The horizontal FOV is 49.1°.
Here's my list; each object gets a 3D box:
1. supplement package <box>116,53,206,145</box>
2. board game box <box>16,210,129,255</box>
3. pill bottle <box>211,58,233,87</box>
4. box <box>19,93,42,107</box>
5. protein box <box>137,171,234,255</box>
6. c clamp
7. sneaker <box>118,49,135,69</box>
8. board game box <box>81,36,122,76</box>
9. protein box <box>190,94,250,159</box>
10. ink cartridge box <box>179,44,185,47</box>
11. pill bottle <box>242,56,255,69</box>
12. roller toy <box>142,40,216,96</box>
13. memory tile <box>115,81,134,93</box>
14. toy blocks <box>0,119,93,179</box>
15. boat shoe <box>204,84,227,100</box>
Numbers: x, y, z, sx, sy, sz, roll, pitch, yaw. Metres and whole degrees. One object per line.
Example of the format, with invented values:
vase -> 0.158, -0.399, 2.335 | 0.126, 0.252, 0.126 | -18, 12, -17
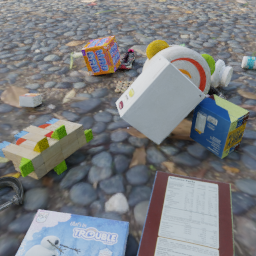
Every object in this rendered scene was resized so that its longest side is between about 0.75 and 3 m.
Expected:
supplement package -> 1.023, -0.944, 9.332 | 1.769, 2.272, 1.260 | 35, 16, -25
board game box -> -1.301, 3.009, 6.145 | 2.338, 0.507, 2.327 | 5, 36, 7
pill bottle -> 3.589, -2.669, 13.139 | 2.336, 1.314, 1.314 | 22, 42, 28
box -> -4.048, -1.166, 11.648 | 0.620, 0.433, 0.814 | 4, 15, 4
protein box -> 1.033, 2.468, 5.435 | 1.505, 2.214, 2.231 | 9, 37, 12
c clamp -> -3.756, 2.179, 7.526 | 1.879, 0.298, 2.199 | 25, 45, 37
sneaker -> -0.075, -3.687, 15.081 | 0.700, 0.649, 1.738 | 8, 38, 11
board game box -> -1.299, -3.643, 14.142 | 1.394, 1.395, 1.394 | -4, 35, 20
protein box -> 3.039, -0.079, 9.500 | 0.998, 1.480, 1.469 | -24, 43, -29
ink cartridge box -> 2.341, -3.913, 15.086 | 1.509, 0.634, 1.093 | -7, 33, 19
pill bottle -> 6.623, -3.412, 14.736 | 1.113, 0.617, 0.617 | 9, 37, 12
roller toy -> 1.808, -1.991, 11.096 | 2.685, 2.449, 1.876 | 13, 20, -12
memory tile -> -0.125, -1.947, 13.198 | 0.843, 0.092, 1.100 | 5, 36, 6
toy blocks -> -2.799, 0.513, 9.049 | 1.929, 1.410, 2.822 | 12, 34, 33
boat shoe -> 3.348, -1.429, 11.860 | 0.989, 0.843, 2.958 | -16, 39, -20
